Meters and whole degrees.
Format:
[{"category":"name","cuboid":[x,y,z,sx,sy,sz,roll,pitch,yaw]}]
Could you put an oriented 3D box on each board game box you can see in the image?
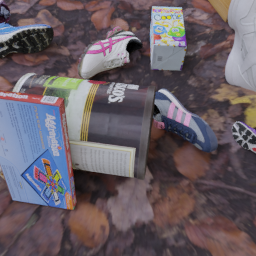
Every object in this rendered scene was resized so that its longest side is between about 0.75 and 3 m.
[{"category":"board game box","cuboid":[1.239,-2.881,8.953,0.989,1.007,1.920,2,56,0]},{"category":"board game box","cuboid":[-1.842,0.569,5.501,1.465,2.845,0.277,8,40,6]}]

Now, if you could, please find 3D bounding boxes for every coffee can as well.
[{"category":"coffee can","cuboid":[-0.901,-0.053,6.344,2.847,2.083,2.083,7,56,5]}]

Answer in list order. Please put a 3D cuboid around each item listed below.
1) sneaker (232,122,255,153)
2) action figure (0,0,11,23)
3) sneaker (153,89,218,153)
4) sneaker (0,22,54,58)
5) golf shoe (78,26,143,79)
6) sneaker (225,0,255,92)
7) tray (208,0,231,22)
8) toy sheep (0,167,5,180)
[{"category":"sneaker","cuboid":[3.310,0.312,7.157,1.403,0.565,0.585,39,48,14]},{"category":"action figure","cuboid":[-5.032,-4.291,9.780,1.274,1.416,1.902,-37,77,-16]},{"category":"sneaker","cuboid":[1.195,-0.075,7.159,0.951,0.814,2.320,-26,51,-24]},{"category":"sneaker","cuboid":[-3.695,-3.036,9.091,2.507,0.985,1.117,-12,59,-8]},{"category":"golf shoe","cuboid":[-0.531,-2.268,8.618,1.108,0.874,2.406,32,61,20]},{"category":"sneaker","cuboid":[2.769,-1.825,5.573,1.073,2.867,1.428,-41,53,-14]},{"category":"tray","cuboid":[3.827,-5.200,10.877,1.327,0.498,2.690,-13,57,-9]},{"category":"toy sheep","cuboid":[-2.814,0.792,6.659,0.702,0.702,1.018,-9,53,-6]}]
